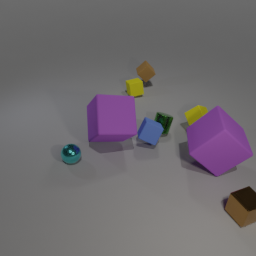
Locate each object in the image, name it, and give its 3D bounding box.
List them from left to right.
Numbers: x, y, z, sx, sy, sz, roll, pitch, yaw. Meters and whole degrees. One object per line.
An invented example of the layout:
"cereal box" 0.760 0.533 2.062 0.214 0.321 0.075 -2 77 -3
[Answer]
"ball" -1.985 0.891 9.752 0.700 0.700 0.700 0 32 0
"cube" -0.616 -0.307 10.045 1.400 1.400 1.400 1 -12 -22
"cube" 0.341 -2.065 14.240 0.700 0.700 0.700 -15 28 -12
"cube" 0.943 -3.009 14.893 0.700 0.700 0.700 -38 32 21
"cube" 0.819 0.110 10.428 0.700 0.700 0.700 24 15 -9
"cylinder" 1.379 -0.207 11.182 0.700 0.700 0.700 16 14 -4
"cube" 2.831 -0.424 11.278 0.700 0.700 0.700 5 61 -50
"cube" 2.930 0.427 9.172 1.400 1.400 1.400 38 32 -20
"cube" 3.233 2.160 7.710 0.700 0.700 0.700 -13 38 -21
